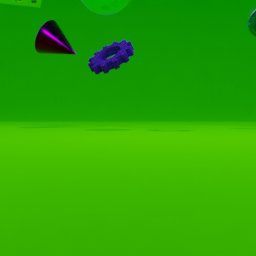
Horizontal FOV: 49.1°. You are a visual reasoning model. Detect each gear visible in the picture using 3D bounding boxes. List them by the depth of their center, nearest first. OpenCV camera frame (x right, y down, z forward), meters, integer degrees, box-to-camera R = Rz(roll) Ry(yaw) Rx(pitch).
[{"bbox_3d":[-0.712,-2.963,11.643,1.956,0.362,1.956,-18,37,15],"label":"gear"}]

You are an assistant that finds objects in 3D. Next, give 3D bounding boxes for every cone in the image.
[{"bbox_3d":[-2.630,-3.253,11.051,1.434,1.428,1.428,31,6,7],"label":"cone"}]

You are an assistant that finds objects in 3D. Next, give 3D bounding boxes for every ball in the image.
[{"bbox_3d":[-0.432,-2.763,5.234,1.210,1.210,1.210,0,1,0],"label":"ball"}]

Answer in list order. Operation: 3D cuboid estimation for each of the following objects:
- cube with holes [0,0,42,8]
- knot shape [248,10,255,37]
[{"bbox_3d":[-2.829,-3.943,7.058,1.134,1.134,1.134,-7,-31,-30],"label":"cube with holes"},{"bbox_3d":[3.121,-2.512,6.242,1.092,1.022,0.505,12,11,-33],"label":"knot shape"}]
